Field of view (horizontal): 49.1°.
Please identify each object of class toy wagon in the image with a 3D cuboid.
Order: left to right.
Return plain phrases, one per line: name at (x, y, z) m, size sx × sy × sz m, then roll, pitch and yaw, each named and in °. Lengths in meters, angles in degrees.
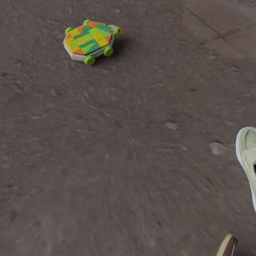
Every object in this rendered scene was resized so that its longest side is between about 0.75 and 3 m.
toy wagon at (-1.038, -2.818, 8.768) m, size 1.890 × 0.374 × 1.466 m, roll -30°, pitch 67°, yaw -12°

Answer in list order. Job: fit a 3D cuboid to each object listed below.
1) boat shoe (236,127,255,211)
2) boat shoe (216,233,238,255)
boat shoe at (2.914, 0.797, 6.024) m, size 0.828 × 0.714 × 2.301 m, roll -5°, pitch 49°, yaw 8°
boat shoe at (1.672, 2.660, 4.701) m, size 0.595 × 0.597 × 1.654 m, roll 13°, pitch 64°, yaw 27°
